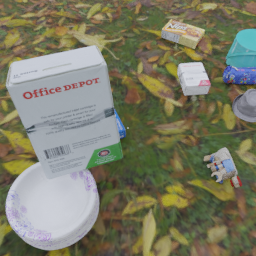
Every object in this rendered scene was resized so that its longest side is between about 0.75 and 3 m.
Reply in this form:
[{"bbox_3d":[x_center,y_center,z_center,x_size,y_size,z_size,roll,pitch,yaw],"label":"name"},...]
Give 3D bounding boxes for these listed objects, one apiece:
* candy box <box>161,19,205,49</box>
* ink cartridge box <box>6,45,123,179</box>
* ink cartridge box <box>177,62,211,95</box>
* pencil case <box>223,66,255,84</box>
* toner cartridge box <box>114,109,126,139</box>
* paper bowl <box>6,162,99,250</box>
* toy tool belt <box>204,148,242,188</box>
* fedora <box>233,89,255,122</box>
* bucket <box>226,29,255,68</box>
[{"bbox_3d":[2.620,-4.518,13.411,1.799,0.498,1.039,25,56,19],"label":"candy box"},{"bbox_3d":[-1.426,-0.340,7.008,2.139,2.917,1.212,-14,40,-9],"label":"ink cartridge box"},{"bbox_3d":[2.647,-2.010,11.392,0.997,0.581,1.369,-4,53,-3],"label":"ink cartridge box"},{"bbox_3d":[4.804,-2.170,11.400,1.787,0.776,0.697,2,51,1],"label":"pencil case"},{"bbox_3d":[-0.841,-0.354,10.194,0.897,0.408,1.889,-19,54,-14],"label":"toner cartridge box"},{"bbox_3d":[-1.970,2.099,7.713,2.363,1.229,2.363,-2,50,2],"label":"paper bowl"},{"bbox_3d":[2.914,1.328,8.741,0.845,0.858,1.374,-24,47,20],"label":"toy tool belt"},{"bbox_3d":[4.669,-0.961,10.528,1.256,0.641,1.420,31,58,22],"label":"fedora"},{"bbox_3d":[5.265,-3.264,11.982,1.865,1.213,1.865,-1,52,1],"label":"bucket"}]
